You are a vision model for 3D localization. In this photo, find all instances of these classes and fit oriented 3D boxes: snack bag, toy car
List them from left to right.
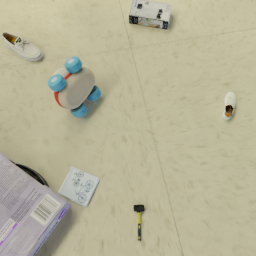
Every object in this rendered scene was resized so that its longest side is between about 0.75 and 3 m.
[{"bbox_3d":[-1.741,-1.200,7.780,1.431,1.319,1.266,21,66,39],"label":"toy car"},{"bbox_3d":[-1.254,1.478,7.092,0.845,0.090,0.797,22,69,8],"label":"snack bag"}]

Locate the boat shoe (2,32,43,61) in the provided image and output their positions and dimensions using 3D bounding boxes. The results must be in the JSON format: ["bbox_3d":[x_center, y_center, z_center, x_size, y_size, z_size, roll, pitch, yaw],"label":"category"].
[{"bbox_3d":[-3.254,-2.528,8.528,1.404,0.490,0.498,31,71,12],"label":"boat shoe"}]

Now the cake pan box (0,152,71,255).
[{"bbox_3d":[-3.127,2.091,6.508,2.567,0.729,2.788,32,71,10],"label":"cake pan box"}]

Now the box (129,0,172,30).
[{"bbox_3d":[0.726,-3.697,9.066,1.296,0.390,0.756,12,68,5],"label":"box"}]

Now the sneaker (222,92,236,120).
[{"bbox_3d":[2.875,-0.675,7.827,0.329,0.383,0.905,13,67,7],"label":"sneaker"}]

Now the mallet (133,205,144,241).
[{"bbox_3d":[0.228,2.262,6.747,0.272,0.170,0.826,7,71,2],"label":"mallet"}]
